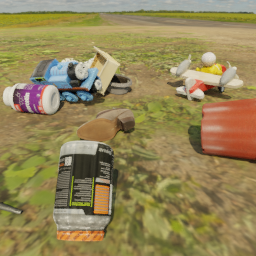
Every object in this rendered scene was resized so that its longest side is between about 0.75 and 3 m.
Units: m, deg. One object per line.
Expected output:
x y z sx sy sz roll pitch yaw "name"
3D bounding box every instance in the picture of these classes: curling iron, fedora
-2.793 1.595 6.003 1.304 0.167 0.323 11 27 23 "curling iron"
-0.548 -2.017 13.157 1.550 0.700 1.371 20 32 21 "fedora"

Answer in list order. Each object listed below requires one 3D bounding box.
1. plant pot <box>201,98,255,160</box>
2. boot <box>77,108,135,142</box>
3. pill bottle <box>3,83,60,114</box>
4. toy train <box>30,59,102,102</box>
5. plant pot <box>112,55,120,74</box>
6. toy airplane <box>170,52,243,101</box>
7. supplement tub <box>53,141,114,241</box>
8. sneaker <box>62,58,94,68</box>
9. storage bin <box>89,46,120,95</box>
3.002 0.013 7.638 1.864 1.917 1.917 1 24 21 "plant pot"
-0.784 -0.196 9.370 2.139 0.751 1.564 -8 20 -19 "boot"
-3.716 -1.138 10.780 1.962 1.103 1.103 5 25 12 "pill bottle"
-2.444 -1.927 11.254 2.961 1.692 1.283 5 63 35 "toy train"
-1.227 -2.746 14.189 1.425 1.500 1.500 -19 28 -8 "plant pot"
3.372 -2.361 12.456 2.733 1.929 2.721 1 26 1 "toy airplane"
-0.773 1.112 4.966 0.996 1.626 0.996 3 -19 1 "supplement tub"
-2.240 -3.182 15.472 2.992 1.124 1.213 -7 37 -6 "sneaker"
-1.321 -2.539 12.336 0.736 1.571 1.559 12 27 -43 "storage bin"
